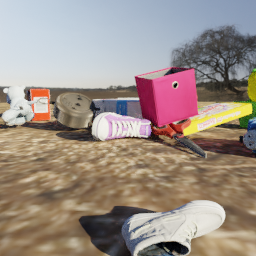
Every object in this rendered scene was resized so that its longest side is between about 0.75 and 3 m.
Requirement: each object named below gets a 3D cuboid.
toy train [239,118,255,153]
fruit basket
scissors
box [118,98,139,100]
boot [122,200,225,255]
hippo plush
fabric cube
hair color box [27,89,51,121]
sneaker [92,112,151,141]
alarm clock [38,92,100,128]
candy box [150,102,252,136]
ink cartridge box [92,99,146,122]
[{"bbox_3d":[2.829,0.129,5.483,1.017,0.772,1.780,-6,4,34],"label":"toy train"},{"bbox_3d":[4.557,-0.955,9.133,1.547,2.145,2.145,-3,8,-27],"label":"fruit basket"},{"bbox_3d":[1.056,0.218,6.389,1.056,0.201,2.886,-8,17,7],"label":"scissors"},{"bbox_3d":[0.423,-1.360,17.001,1.734,0.922,1.320,3,8,27],"label":"box"},{"bbox_3d":[0.385,0.771,2.010,0.821,0.302,0.392,-9,15,-10],"label":"boot"},{"bbox_3d":[-3.666,-0.790,9.013,1.074,1.084,1.348,-24,-15,-29],"label":"hippo plush"},{"bbox_3d":[1.026,-0.893,7.585,1.230,1.250,1.254,-15,18,-15],"label":"fabric cube"},{"bbox_3d":[-4.230,-1.118,13.126,0.828,1.372,2.704,-4,7,-22],"label":"hair color box"},{"bbox_3d":[-0.027,-0.028,7.001,1.069,0.680,1.876,7,9,29],"label":"sneaker"},{"bbox_3d":[-1.823,-0.645,8.664,1.904,0.634,1.284,14,34,-7],"label":"alarm clock"},{"bbox_3d":[2.284,-0.338,8.689,2.895,0.382,1.480,-16,17,-28],"label":"candy box"},{"bbox_3d":[-0.207,-0.555,10.094,1.666,0.959,2.876,-5,8,-35],"label":"ink cartridge box"}]
